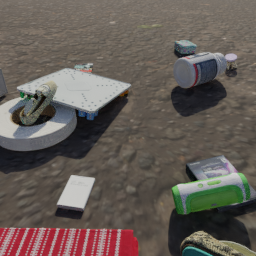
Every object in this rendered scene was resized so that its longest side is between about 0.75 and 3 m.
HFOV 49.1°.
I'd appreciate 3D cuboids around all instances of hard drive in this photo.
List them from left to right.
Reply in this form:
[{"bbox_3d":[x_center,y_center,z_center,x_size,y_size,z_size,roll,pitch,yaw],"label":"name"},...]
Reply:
[{"bbox_3d":[-1.218,1.533,6.692,0.629,0.125,0.954,6,36,8],"label":"hard drive"}]

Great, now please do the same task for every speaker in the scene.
[{"bbox_3d":[1.794,1.440,6.156,1.571,0.695,0.695,-13,35,2],"label":"speaker"}]

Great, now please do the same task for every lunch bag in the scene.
[{"bbox_3d":[3.008,-4.280,14.707,0.943,0.453,1.176,-9,36,-13],"label":"lunch bag"}]

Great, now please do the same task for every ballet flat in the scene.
[{"bbox_3d":[-2.702,-0.859,8.538,0.578,0.534,1.713,17,66,14],"label":"ballet flat"},{"bbox_3d":[2.158,2.515,4.772,2.545,0.863,0.958,23,27,33],"label":"ballet flat"}]

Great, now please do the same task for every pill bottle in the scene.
[{"bbox_3d":[2.979,-2.416,11.400,2.018,1.207,1.207,-19,39,-25],"label":"pill bottle"}]

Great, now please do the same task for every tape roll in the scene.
[{"bbox_3d":[-2.997,-0.267,8.942,2.679,0.490,2.679,-1,35,0],"label":"tape roll"}]

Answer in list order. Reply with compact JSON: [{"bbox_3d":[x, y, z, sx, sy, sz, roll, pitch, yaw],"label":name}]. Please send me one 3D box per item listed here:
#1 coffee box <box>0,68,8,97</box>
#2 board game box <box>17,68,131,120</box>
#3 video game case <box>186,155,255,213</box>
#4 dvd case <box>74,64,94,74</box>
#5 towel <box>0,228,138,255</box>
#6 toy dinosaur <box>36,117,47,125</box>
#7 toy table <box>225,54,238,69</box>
[{"bbox_3d":[-6.171,-1.808,10.604,2.748,1.097,1.553,21,40,27],"label":"coffee box"},{"bbox_3d":[-1.812,-1.353,10.126,2.989,0.387,2.988,17,31,18],"label":"board game box"},{"bbox_3d":[2.311,1.322,6.981,1.134,0.151,1.588,-11,36,-14],"label":"video game case"},{"bbox_3d":[-2.029,-2.649,12.666,0.854,0.129,1.170,-1,36,-1],"label":"dvd case"},{"bbox_3d":[-1.248,2.702,4.874,2.832,0.318,2.048,0,37,3],"label":"towel"},{"bbox_3d":[-2.696,-0.130,8.980,0.490,0.264,1.112,2,31,14],"label":"toy dinosaur"},{"bbox_3d":[4.735,-3.076,12.974,0.741,0.472,0.806,25,43,31],"label":"toy table"}]
